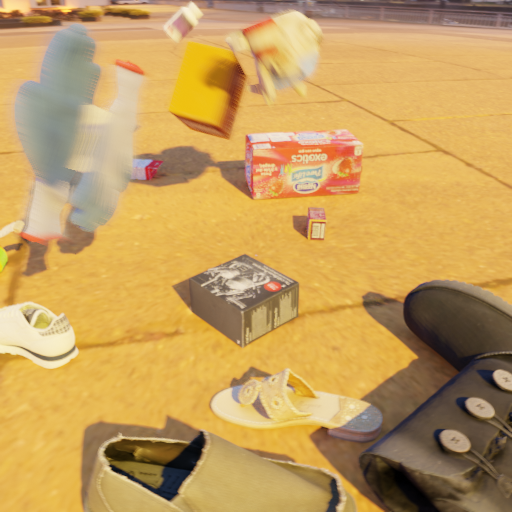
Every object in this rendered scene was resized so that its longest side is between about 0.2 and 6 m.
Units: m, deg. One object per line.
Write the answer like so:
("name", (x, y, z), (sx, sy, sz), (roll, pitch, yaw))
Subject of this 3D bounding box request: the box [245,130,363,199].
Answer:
("box", (1.151, -2.320, 14.045), (2.756, 1.316, 1.374), (-5, 29, -8))

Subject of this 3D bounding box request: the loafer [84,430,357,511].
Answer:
("loafer", (-0.409, 2.443, 5.747), (2.892, 1.007, 1.087), (2, 29, 4))

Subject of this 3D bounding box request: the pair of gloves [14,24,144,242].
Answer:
("pair of gloves", (-2.479, -1.637, 8.066), (0.407, 2.869, 3.569), (15, 9, 6))

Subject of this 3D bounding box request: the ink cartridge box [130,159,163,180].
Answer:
("ink cartridge box", (-3.083, -2.320, 15.032), (1.100, 0.370, 0.639), (4, 29, 8))

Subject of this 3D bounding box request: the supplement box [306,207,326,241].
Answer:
("supplement box", (1.285, -0.688, 11.992), (0.368, 0.467, 0.713), (2, 30, 1))

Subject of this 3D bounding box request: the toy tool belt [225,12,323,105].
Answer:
("toy tool belt", (0.492, -3.458, 10.075), (1.574, 1.549, 2.521), (-13, 21, 19))

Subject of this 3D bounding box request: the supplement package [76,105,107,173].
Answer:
("supplement package", (-3.620, -2.421, 11.356), (0.984, 1.306, 0.991), (21, 1, 31))

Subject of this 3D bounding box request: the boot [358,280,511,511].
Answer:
("boot", (2.382, 1.764, 7.035), (2.875, 1.145, 3.488), (22, 40, 37))

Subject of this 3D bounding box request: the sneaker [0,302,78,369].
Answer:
("sneaker", (-3.593, 1.038, 8.535), (1.981, 0.797, 0.757), (9, 32, 19))

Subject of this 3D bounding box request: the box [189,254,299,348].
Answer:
("box", (-0.198, 0.690, 9.226), (1.248, 0.714, 1.371), (-25, 37, -36))

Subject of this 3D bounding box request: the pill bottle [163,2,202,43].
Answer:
("pill bottle", (-1.669, -5.374, 12.867), (0.870, 0.484, 0.484), (-39, 27, 13))

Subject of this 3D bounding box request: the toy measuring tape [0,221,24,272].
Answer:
("toy measuring tape", (-4.704, -0.068, 10.252), (1.896, 0.697, 0.697), (-23, 19, 27))

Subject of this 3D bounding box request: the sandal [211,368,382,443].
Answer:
("sandal", (0.508, 1.775, 7.242), (2.238, 0.736, 0.821), (7, 30, 12))

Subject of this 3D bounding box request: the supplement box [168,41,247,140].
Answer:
("supplement box", (-0.918, -3.212, 11.062), (0.931, 1.383, 1.403), (17, 2, 10))
